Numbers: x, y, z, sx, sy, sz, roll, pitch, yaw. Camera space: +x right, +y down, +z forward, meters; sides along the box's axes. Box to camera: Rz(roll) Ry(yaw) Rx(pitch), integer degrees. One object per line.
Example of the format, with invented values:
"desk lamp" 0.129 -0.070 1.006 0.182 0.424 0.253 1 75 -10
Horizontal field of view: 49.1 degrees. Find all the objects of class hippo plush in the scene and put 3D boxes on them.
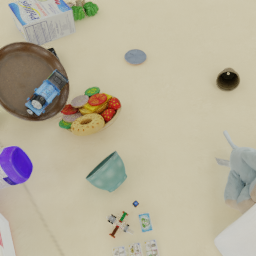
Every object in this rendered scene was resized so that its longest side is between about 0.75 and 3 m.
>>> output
"hippo plush" 3.698 1.375 7.434 1.922 1.904 2.390 12 9 -13

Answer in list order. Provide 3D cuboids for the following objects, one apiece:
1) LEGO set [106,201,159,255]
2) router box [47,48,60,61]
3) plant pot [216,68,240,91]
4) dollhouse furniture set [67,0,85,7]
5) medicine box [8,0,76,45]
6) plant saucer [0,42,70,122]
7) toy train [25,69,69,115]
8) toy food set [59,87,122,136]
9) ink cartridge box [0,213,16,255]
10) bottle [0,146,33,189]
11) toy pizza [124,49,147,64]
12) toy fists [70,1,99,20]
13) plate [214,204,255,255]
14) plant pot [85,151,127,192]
"LEGO set" 0.082 2.658 7.131 1.126 0.370 1.507 -8 63 -9
"router box" -3.158 -2.553 10.890 0.954 0.317 1.213 -20 56 -14
"plant pot" 3.628 -1.835 10.158 0.809 0.809 0.702 15 37 11
"dollhouse furniture set" -2.710 -5.981 13.309 1.068 0.521 0.911 20 55 14
"medicine box" -3.652 -4.691 11.988 2.138 1.101 1.948 -27 57 -19
"plant saucer" -3.052 -1.409 8.744 0.407 2.535 2.535 -14 36 48
"toy train" -2.523 -1.073 8.630 0.671 0.885 1.548 41 58 -16
"toy food set" -1.229 -0.529 8.982 2.041 0.502 2.062 26 56 39
"ink cartridge box" -3.963 3.289 6.015 2.824 1.197 2.056 -20 56 -16
"bottle" -3.798 1.218 7.428 2.442 1.020 0.797 -17 34 14
"toy pizza" 0.300 -2.827 11.207 0.892 0.141 0.892 0 55 0
"toy fists" -2.040 -5.408 12.909 1.425 0.490 0.726 -24 59 -18
"plate" 3.668 2.760 5.660 0.482 2.980 2.974 -5 46 -44
"plant pot" -0.496 1.272 7.675 0.752 1.122 1.122 48 63 -4
